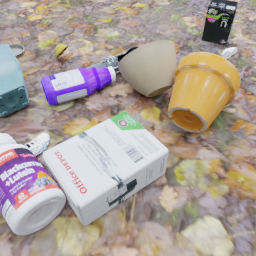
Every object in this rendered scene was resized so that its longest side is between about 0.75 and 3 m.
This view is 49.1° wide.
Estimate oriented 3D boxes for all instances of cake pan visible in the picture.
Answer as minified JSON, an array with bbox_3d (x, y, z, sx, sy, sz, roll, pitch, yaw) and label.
[{"bbox_3d":[-5.565,-3.697,13.550,1.143,0.210,1.143,0,46,0],"label":"cake pan"}]

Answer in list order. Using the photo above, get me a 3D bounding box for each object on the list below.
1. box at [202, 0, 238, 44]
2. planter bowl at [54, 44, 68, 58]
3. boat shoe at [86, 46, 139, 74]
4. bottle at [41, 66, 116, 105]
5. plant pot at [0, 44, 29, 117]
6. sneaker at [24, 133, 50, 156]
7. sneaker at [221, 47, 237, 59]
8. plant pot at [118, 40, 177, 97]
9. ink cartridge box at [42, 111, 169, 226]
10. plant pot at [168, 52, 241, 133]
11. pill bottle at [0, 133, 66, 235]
[{"bbox_3d":[4.566,-5.316,14.012,1.316,1.772,1.101,16,48,15],"label":"box"},{"bbox_3d":[-3.165,-3.635,12.976,0.338,0.811,0.811,45,51,-12],"label":"planter bowl"},{"bbox_3d":[-0.660,-2.915,12.331,2.852,0.881,1.038,-20,50,-18],"label":"boat shoe"},{"bbox_3d":[-1.926,-1.806,11.225,2.886,0.942,1.205,-18,50,-17],"label":"bottle"},{"bbox_3d":[-4.757,-1.569,10.452,1.915,1.921,1.956,-30,63,-26],"label":"plant pot"},{"bbox_3d":[-3.135,0.652,9.158,0.559,0.563,1.555,21,49,20],"label":"sneaker"},{"bbox_3d":[4.712,-3.600,13.401,1.092,0.411,0.483,-27,39,-30],"label":"sneaker"},{"bbox_3d":[0.951,-2.124,10.942,2.306,2.306,1.548,-19,82,-17],"label":"plant pot"},{"bbox_3d":[-0.646,1.059,8.275,2.978,1.237,2.183,-28,52,-24],"label":"ink cartridge box"},{"bbox_3d":[2.462,-1.080,9.861,2.311,2.311,2.116,22,66,19],"label":"plant pot"},{"bbox_3d":[-3.028,1.389,7.624,1.493,1.493,2.679,-33,60,-27],"label":"pill bottle"}]
